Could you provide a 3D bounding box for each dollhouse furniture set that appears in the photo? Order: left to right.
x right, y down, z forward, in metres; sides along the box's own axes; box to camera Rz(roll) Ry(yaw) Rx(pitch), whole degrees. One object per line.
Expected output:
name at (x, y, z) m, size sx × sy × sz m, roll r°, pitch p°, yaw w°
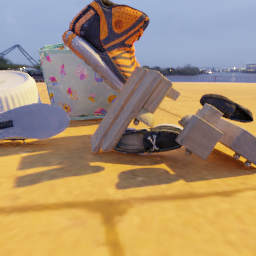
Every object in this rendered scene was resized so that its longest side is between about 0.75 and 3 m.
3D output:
dollhouse furniture set at (0.772, 0.302, 5.291) m, size 2.284 × 1.861 × 2.172 m, roll 32°, pitch 7°, yaw -16°

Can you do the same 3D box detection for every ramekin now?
ramekin at (-3.428, -0.733, 7.366) m, size 2.349 × 1.094 × 2.349 m, roll 0°, pitch 28°, yaw 0°

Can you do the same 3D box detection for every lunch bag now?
lunch bag at (-1.375, -1.593, 9.203) m, size 2.858 × 2.434 × 1.742 m, roll -3°, pitch 28°, yaw 10°

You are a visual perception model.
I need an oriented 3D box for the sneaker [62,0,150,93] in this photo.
sneaker at (0.048, -1.660, 6.331) m, size 1.126 × 1.627 × 2.904 m, roll 38°, pitch -1°, yaw 43°

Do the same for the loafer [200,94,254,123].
loafer at (2.627, -0.512, 7.388) m, size 1.514 × 0.514 × 0.531 m, roll 19°, pitch 20°, yaw -10°

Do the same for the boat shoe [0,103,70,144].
boat shoe at (-2.398, -0.042, 6.159) m, size 2.205 × 0.814 × 0.753 m, roll -15°, pitch 4°, yaw -9°

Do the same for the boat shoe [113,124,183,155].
boat shoe at (0.356, 0.259, 5.229) m, size 1.517 × 0.573 × 0.458 m, roll -6°, pitch 16°, yaw 27°
